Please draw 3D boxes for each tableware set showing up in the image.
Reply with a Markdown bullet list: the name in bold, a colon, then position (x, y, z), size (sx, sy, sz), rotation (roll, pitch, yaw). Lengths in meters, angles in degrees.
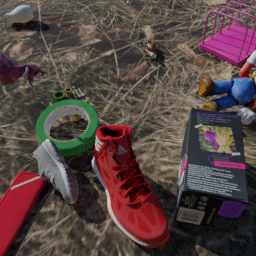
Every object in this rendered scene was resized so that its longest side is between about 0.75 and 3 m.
- **tableware set**: position (-1.725, -0.800, 8.817), size (1.001, 0.228, 1.486), rotation (-21, 51, -18)

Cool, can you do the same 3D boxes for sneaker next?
- **sneaker**: position (-1.758, 1.121, 6.744), size (0.706, 0.643, 1.722), rotation (-34, 64, -1)
- **sneaker**: position (-0.068, 1.068, 6.061), size (1.121, 1.653, 2.862), rotation (-26, 52, -22)

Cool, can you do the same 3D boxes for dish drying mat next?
- **dish drying mat**: position (-2.628, 1.874, 6.314), size (0.786, 0.186, 2.047), rotation (13, 48, 10)

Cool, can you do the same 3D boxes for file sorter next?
- **file sorter**: position (4.385, -3.932, 10.815), size (2.580, 1.618, 1.793), rotation (-34, 55, -28)

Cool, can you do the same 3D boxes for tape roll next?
- **tape roll**: position (-1.652, -0.036, 7.811), size (1.707, 0.410, 1.707), rotation (-2, 54, 3)

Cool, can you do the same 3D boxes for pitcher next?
- **pitcher**: position (-4.899, -5.131, 12.661), size (1.144, 0.693, 0.981), rotation (-20, 39, -4)

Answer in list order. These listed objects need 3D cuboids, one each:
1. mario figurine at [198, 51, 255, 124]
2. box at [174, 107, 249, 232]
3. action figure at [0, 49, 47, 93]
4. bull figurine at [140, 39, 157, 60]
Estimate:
- **mario figurine**: position (3.640, -1.236, 8.275), size (2.815, 1.738, 1.492), rotation (-15, 34, -8)
- **box**: position (1.832, 0.877, 6.386), size (1.242, 1.432, 2.342), rotation (10, 47, 8)
- **action figure**: position (-2.672, -1.436, 7.072), size (1.195, 0.801, 0.890), rotation (-7, 70, -24)
- **bull figurine**: position (0.831, -3.050, 10.797), size (0.641, 0.344, 1.055), rotation (32, 37, -16)
